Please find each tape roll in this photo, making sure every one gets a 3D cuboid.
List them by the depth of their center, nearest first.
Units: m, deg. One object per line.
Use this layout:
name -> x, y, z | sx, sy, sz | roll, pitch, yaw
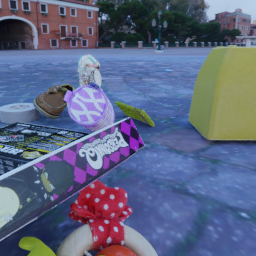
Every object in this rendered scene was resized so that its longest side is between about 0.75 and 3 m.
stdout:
tape roll -> -3.777, -0.528, 9.781 | 1.308, 0.432, 1.308 | 0, 19, 0

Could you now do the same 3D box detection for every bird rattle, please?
bird rattle -> -0.319, 1.484, 3.104 | 1.513, 1.045, 1.855 | 32, 25, 16

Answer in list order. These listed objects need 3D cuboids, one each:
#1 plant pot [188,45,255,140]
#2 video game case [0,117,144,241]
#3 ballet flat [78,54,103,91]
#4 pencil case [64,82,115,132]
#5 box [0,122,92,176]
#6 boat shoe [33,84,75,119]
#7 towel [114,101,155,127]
plant pot -> 3.237, -1.127, 8.155 | 2.372, 2.442, 2.387 | 0, 15, -1
video game case -> -1.404, 0.784, 3.367 | 2.330, 0.460, 2.570 | -27, 1, -41
ballet flat -> -0.986, -1.160, 7.642 | 0.585, 1.832, 0.693 | 31, 61, 20
pencil case -> -0.852, -0.383, 6.753 | 0.942, 0.925, 2.203 | 17, -6, 4
box -> -2.299, 0.488, 6.371 | 2.429, 0.599, 1.940 | 8, 21, 23
boat shoe -> -2.471, -1.080, 9.699 | 0.980, 0.926, 2.723 | 39, 11, -13
towel -> 0.187, -0.479, 9.407 | 0.157, 0.747, 1.736 | -48, 34, -12
